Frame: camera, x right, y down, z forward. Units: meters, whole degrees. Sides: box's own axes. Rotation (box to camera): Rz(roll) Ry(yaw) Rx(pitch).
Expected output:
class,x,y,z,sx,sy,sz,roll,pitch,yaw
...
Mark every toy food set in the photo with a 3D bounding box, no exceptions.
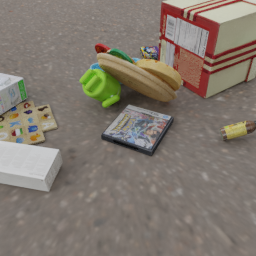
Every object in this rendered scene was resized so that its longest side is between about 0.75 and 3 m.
class,x,y,z,sx,sy,sz,roll,pitch,yaw
toy food set,0.244,-1.463,7.541,2.481,0.610,2.506,27,1,10

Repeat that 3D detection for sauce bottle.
class,x,y,z,sx,sy,sz,roll,pitch,yaw
sauce bottle,2.729,0.016,6.663,1.035,0.335,0.335,-16,37,10

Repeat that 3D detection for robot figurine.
class,x,y,z,sx,sy,sz,roll,pitch,yaw
robot figurine,-0.716,-1.145,7.804,1.195,0.788,1.362,49,15,27

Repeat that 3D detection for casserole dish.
class,x,y,z,sx,sy,sz,roll,pitch,yaw
casserole dish,-0.283,-1.850,9.334,2.060,0.400,1.248,-13,40,-14

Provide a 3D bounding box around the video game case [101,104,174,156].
class,x,y,z,sx,sy,sz,roll,pitch,yaw
video game case,0.278,-0.007,7.150,1.360,0.192,1.505,18,42,20

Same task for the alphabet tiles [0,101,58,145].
class,x,y,z,sx,sy,sz,roll,pitch,yaw
alphabet tiles,-3.116,-0.041,7.288,2.351,0.074,1.957,-16,40,-19

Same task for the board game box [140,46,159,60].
class,x,y,z,sx,sy,sz,roll,pitch,yaw
board game box,0.865,-2.879,10.772,0.679,0.233,0.822,-6,39,-6

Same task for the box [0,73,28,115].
class,x,y,z,sx,sy,sz,roll,pitch,yaw
box,-3.890,-0.989,7.941,1.452,0.702,1.281,14,36,20

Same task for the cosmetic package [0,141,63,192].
class,x,y,z,sx,sy,sz,roll,pitch,yaw
cosmetic package,-2.456,0.753,5.891,1.935,0.490,0.799,8,43,9

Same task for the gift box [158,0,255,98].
class,x,y,z,sx,sy,sz,roll,pitch,yaw
gift box,2.641,-3.004,8.944,2.747,2.714,2.942,-23,50,-24
